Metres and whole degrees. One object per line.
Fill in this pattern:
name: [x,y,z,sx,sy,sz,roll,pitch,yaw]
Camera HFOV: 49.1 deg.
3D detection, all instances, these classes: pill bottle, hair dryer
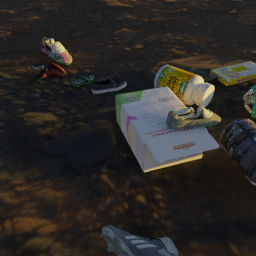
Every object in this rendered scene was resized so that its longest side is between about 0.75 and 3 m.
pill bottle: [1.835,-1.340,9.176,1.790,1.010,1.010,29,46,32]
pill bottle: [2.946,0.663,6.362,0.955,0.955,1.797,-10,42,-12]
hair dryer: [-3.066,-2.096,10.822,1.410,0.383,1.074,-5,54,2]

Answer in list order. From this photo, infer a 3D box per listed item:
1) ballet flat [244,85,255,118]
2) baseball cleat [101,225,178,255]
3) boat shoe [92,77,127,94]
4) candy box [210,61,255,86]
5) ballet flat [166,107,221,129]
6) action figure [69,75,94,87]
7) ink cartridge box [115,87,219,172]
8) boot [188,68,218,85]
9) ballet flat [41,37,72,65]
ballet flat: [4.064,-0.910,8.981,0.651,0.623,1.851,-4,33,19]
baseball cleat: [0.273,2.173,5.075,1.539,0.537,0.819,33,41,22]
boat shoe: [-0.671,-1.588,9.965,1.328,0.440,0.464,-13,39,-17]
candy box: [4.308,-2.131,10.819,2.005,0.265,1.025,-15,42,-18]
ballet flat: [1.611,-0.279,6.672,1.468,0.468,0.495,-7,34,-16]
action figure: [-1.634,-1.779,10.391,0.577,0.267,0.977,27,41,35]
ink cartridge box: [0.866,0.094,7.319,1.686,0.969,2.879,-11,39,-15]
boot: [2.586,-1.842,10.341,1.031,0.411,1.134,-25,46,-30]
ballet flat: [-3.173,-3.415,12.089,0.745,0.767,2.155,-26,45,-31]
